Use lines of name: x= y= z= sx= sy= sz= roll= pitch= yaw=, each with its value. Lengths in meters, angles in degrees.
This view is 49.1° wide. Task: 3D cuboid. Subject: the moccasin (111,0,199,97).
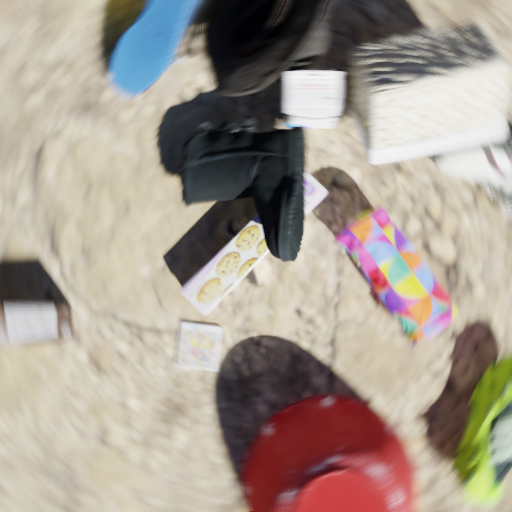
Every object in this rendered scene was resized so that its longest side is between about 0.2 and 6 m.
moccasin: x=-1.692 y=-4.175 z=10.492 sx=1.114 sy=0.944 sz=2.768 roll=37 pitch=105 yaw=-7

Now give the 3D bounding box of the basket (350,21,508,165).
basket: x=2.964 y=-2.884 z=9.844 sx=2.437 sy=1.503 sz=1.652 roll=-13 pitch=51 yaw=4

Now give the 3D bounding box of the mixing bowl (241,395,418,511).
mixing bowl: x=1.365 y=4.231 z=9.688 sx=3.340 sy=1.809 sz=3.340 roll=0 pitch=86 yaw=1

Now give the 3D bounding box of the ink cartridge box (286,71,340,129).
ink cartridge box: x=1.004 y=-2.791 z=10.139 sx=0.917 sy=1.581 sz=0.536 roll=0 pitch=85 yaw=3

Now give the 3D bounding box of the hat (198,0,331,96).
hat: x=0.446 y=-4.194 z=10.196 sx=3.315 sy=1.337 sz=3.315 roll=-18 pitch=63 yaw=39

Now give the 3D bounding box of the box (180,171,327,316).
box: x=-0.049 y=-0.248 z=10.495 sx=3.257 sy=0.630 sz=0.675 roll=-44 pitch=88 yaw=-2

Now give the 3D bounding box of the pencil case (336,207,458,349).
pencil case: x=2.554 y=0.385 z=10.259 sx=1.132 sy=1.132 sz=2.561 roll=-32 pitch=87 yaw=-2

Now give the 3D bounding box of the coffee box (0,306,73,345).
coffee box: x=-4.302 y=1.271 z=10.273 sx=1.626 sy=0.919 sz=0.649 roll=-2 pitch=88 yaw=1

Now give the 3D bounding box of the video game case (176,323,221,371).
video game case: x=-1.093 y=1.730 z=10.661 sx=0.765 sy=0.096 sz=0.841 roll=7 pitch=87 yaw=1

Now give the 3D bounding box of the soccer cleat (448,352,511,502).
soccer cleat: x=4.457 y=3.128 z=10.279 sx=1.119 sy=0.932 sz=2.760 roll=24 pitch=86 yaw=-19

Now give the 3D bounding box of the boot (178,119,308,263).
boot: x=-0.270 y=-1.171 z=9.946 sx=2.237 sy=1.010 sz=2.730 roll=-1 pitch=70 yaw=15

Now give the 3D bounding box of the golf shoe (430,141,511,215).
golf shoe: x=4.622 y=-1.409 z=10.375 sx=2.828 sy=1.092 sz=1.246 roll=10 pitch=94 yaw=1
